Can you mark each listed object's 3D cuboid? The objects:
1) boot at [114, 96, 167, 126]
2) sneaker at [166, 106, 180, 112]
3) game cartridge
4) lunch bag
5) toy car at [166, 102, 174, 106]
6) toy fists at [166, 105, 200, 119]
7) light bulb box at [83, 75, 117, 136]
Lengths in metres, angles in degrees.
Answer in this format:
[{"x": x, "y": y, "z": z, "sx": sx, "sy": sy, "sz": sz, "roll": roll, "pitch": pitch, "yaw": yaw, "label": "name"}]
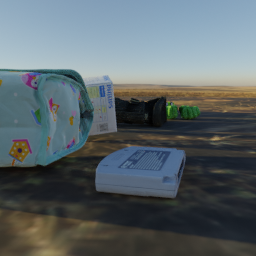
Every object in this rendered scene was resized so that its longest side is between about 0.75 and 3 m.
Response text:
[{"x": 0.383, "y": -0.615, "z": 9.503, "sx": 1.786, "sy": 0.899, "sz": 2.389, "roll": 2, "pitch": 8, "yaw": 14, "label": "boot"}, {"x": 1.731, "y": -0.783, "z": 12.407, "sx": 1.189, "sy": 0.449, "sz": 0.677, "roll": -1, "pitch": 5, "yaw": -24, "label": "sneaker"}, {"x": 0.191, "y": 0.511, "z": 3.633, "sx": 1.005, "sy": 0.313, "sz": 1.509, "roll": -2, "pitch": 7, "yaw": 16, "label": "game cartridge"}, {"x": -1.810, "y": -0.263, "z": 4.719, "sx": 2.082, "sy": 1.491, "sz": 2.445, "roll": 1, "pitch": 8, "yaw": 8, "label": "lunch bag"}, {"x": 1.492, "y": -1.057, "z": 14.195, "sx": 2.258, "sy": 0.535, "sz": 2.399, "roll": -6, "pitch": 11, "yaw": -41, "label": "toy car"}, {"x": 1.964, "y": -0.617, "z": 10.864, "sx": 1.639, "sy": 0.564, "sz": 0.836, "roll": 1, "pitch": 8, "yaw": 1, "label": "toy fists"}, {"x": -0.954, "y": -0.502, "z": 6.476, "sx": 1.236, "sy": 1.225, "sz": 0.771, "roll": -8, "pitch": 25, "yaw": -9, "label": "light bulb box"}]
